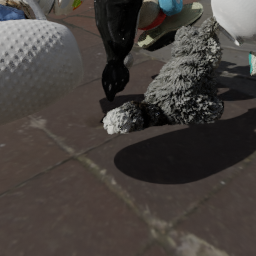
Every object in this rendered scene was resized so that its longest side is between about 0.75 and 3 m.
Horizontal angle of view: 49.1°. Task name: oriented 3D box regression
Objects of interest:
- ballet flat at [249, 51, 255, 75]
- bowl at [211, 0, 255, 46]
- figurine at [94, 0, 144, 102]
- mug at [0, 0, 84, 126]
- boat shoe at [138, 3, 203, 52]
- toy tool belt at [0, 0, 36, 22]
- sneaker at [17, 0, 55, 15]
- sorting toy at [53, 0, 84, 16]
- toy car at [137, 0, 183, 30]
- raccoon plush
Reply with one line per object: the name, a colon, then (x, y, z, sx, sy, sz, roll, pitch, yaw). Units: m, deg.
ballet flat: (3.983, -2.013, 8.776, 0.350, 0.350, 0.977, 7, 57, 9)
bowl: (3.349, -3.325, 8.407, 2.576, 1.158, 2.576, 38, 20, -17)
figurine: (-0.237, -2.284, 7.600, 1.101, 2.496, 2.558, 7, 28, 2)
mug: (-2.228, -1.510, 5.578, 2.245, 2.560, 1.890, -22, 18, -20)
boat shoe: (1.464, -3.196, 9.220, 2.296, 0.761, 0.858, -29, 58, 23)
toy tool belt: (-3.194, -2.698, 7.360, 1.668, 2.671, 1.642, 13, 33, -11)
sneaker: (-3.040, -3.991, 8.236, 2.112, 0.787, 0.920, 27, 9, 34)
sorting toy: (-2.117, -4.519, 8.849, 1.120, 2.096, 1.886, 0, 41, 22)
toy car: (1.006, -4.157, 9.227, 2.300, 2.207, 2.495, -4, -1, 39)
raccoon plush: (0.802, -0.971, 4.748, 1.311, 1.815, 2.709, 4, 12, 37)
